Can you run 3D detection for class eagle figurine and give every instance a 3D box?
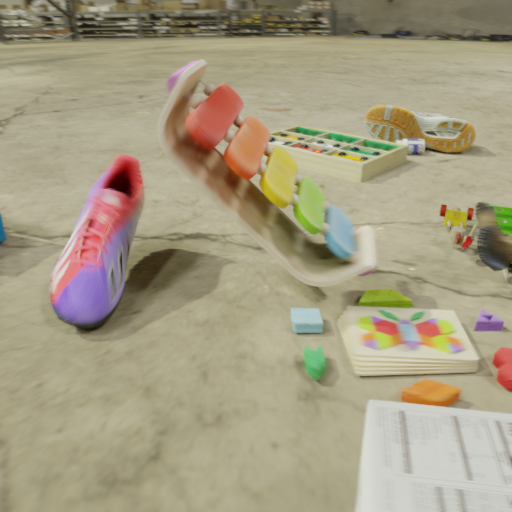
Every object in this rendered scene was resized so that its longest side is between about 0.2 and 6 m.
[{"bbox_3d":[3.370,-0.177,7.662,1.070,0.807,0.812,25,-2,-4],"label":"eagle figurine"}]

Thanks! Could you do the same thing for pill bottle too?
[{"bbox_3d":[3.791,-2.696,13.836,0.652,0.390,0.390,2,26,3],"label":"pill bottle"}]

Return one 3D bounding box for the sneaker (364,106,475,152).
[{"bbox_3d":[4.174,-3.221,14.444,2.754,1.042,1.207,16,21,14],"label":"sneaker"}]

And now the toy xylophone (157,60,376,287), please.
[{"bbox_3d":[0.117,-1.030,6.917,3.224,0.810,2.361,39,25,-20],"label":"toy xylophone"}]

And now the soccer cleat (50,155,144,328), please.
[{"bbox_3d":[-2.051,-0.282,7.455,0.941,1.010,2.759,15,41,-10],"label":"soccer cleat"}]

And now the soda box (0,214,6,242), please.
[{"bbox_3d":[-5.927,-0.802,9.085,3.554,1.140,1.205,11,28,20],"label":"soda box"}]

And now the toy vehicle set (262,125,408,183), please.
[{"bbox_3d":[1.673,-2.521,13.432,3.252,0.431,2.021,21,33,36],"label":"toy vehicle set"}]

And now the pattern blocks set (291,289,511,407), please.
[{"bbox_3d":[1.752,0.955,6.490,2.596,0.210,2.282,-5,25,-11],"label":"pattern blocks set"}]

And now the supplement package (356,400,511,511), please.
[{"bbox_3d":[1.532,1.895,3.250,1.841,1.397,1.387,4,26,8],"label":"supplement package"}]

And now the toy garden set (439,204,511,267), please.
[{"bbox_3d":[3.776,-0.300,8.982,1.610,0.385,1.931,9,28,14],"label":"toy garden set"}]
